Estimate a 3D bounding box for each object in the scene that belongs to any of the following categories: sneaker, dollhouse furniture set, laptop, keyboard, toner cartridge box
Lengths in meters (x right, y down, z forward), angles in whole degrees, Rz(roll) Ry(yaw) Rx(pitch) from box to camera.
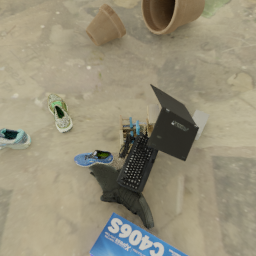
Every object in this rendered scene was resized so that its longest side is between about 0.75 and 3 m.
[{"bbox_3d":[-0.259,2.188,9.079,1.382,0.796,2.650,-21,58,-8],"label":"sneaker"},{"bbox_3d":[-4.646,0.334,10.222,1.999,0.863,0.776,-7,57,-4],"label":"sneaker"},{"bbox_3d":[0.353,-0.157,9.937,1.324,1.879,1.316,-3,56,-2],"label":"dollhouse furniture set"},{"bbox_3d":[1.344,-0.173,9.387,1.144,1.848,1.974,18,85,55],"label":"laptop"},{"bbox_3d":[-2.697,-0.770,10.965,0.738,0.851,1.920,-23,59,-15],"label":"sneaker"},{"bbox_3d":[0.295,0.850,9.280,1.261,0.480,2.423,17,55,11],"label":"keyboard"},{"bbox_3d":[0.457,3.782,8.065,2.880,0.622,1.368,25,60,16],"label":"toner cartridge box"},{"bbox_3d":[-1.226,0.998,9.933,1.385,0.617,0.544,-6,56,-3],"label":"sneaker"}]

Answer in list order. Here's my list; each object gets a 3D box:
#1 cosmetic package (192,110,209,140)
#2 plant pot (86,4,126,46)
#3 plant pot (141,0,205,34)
[{"bbox_3d":[2.664,-0.133,10.789,0.570,0.482,1.068,26,57,16],"label":"cosmetic package"},{"bbox_3d":[-1.154,-4.719,13.281,1.480,1.697,1.697,-40,63,-4],"label":"plant pot"},{"bbox_3d":[2.361,-6.087,13.686,2.408,2.761,2.761,-15,56,-30],"label":"plant pot"}]
